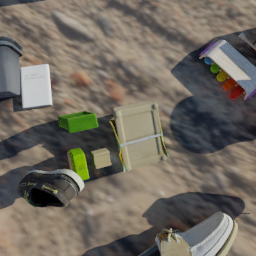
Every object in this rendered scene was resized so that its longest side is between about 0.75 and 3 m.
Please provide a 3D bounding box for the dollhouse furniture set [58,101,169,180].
[{"bbox_3d":[-0.361,0.244,6.773,2.267,1.138,1.485,-13,99,-20],"label":"dollhouse furniture set"}]

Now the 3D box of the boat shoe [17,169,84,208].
[{"bbox_3d":[-1.754,1.275,5.702,0.709,1.990,0.599,57,43,-19],"label":"boat shoe"}]

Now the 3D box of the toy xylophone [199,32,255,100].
[{"bbox_3d":[2.798,-1.626,7.189,1.295,0.444,1.768,-35,80,-7],"label":"toy xylophone"}]

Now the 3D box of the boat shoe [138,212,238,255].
[{"bbox_3d":[0.979,2.692,5.923,2.953,1.103,1.010,-39,86,-7],"label":"boat shoe"}]

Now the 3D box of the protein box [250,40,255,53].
[{"bbox_3d":[4.143,-2.146,7.066,1.298,0.882,1.308,-38,82,-7],"label":"protein box"}]

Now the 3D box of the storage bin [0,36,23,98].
[{"bbox_3d":[-3.535,-1.356,6.777,1.873,1.363,1.258,-9,88,-2],"label":"storage bin"}]

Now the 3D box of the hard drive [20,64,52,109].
[{"bbox_3d":[-2.371,-1.069,7.223,0.730,0.148,1.107,-8,77,-2],"label":"hard drive"}]
